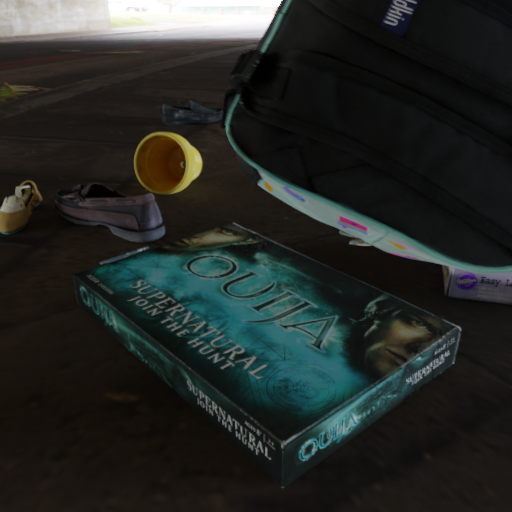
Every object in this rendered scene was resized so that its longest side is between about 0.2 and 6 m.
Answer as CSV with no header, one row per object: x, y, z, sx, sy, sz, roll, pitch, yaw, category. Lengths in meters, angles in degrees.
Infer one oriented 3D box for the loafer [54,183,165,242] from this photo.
-2.642,-0.970,9.960,2.634,0.830,0.947,18,32,33,loafer

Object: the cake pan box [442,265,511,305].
3.803,0.021,8.272,1.989,0.565,2.160,9,27,13,cake pan box

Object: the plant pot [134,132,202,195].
-1.710,-1.915,11.632,1.237,1.237,1.164,9,12,18,plant pot

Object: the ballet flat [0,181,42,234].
-4.389,-0.940,10.257,0.571,0.525,1.664,-3,26,-5,ballet flat

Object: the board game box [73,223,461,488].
-0.064,0.718,6.807,2.728,0.568,4.033,-21,33,-36,board game box

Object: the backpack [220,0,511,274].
1.762,-1.471,5.864,3.463,3.044,2.654,27,0,8,backpack

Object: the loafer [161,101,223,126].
-1.929,-4.405,17.174,1.945,0.683,0.660,-8,27,-15,loafer
